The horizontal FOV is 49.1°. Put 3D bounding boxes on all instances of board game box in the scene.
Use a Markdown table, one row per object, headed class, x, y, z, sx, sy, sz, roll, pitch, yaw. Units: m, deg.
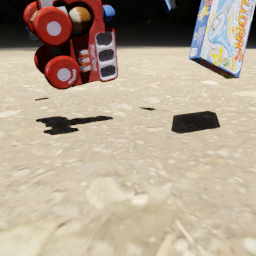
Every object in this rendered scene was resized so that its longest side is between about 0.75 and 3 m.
| class | x | y | z | sx | sy | sz | roll | pitch | yaw |
| --- | --- | --- | --- | --- | --- | --- | --- | --- | --- |
| board game box | 2.650 | -2.845 | 7.684 | 1.745 | 2.578 | 0.444 | 14 | -3 | -35 |

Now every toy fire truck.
| class | x | y | z | sx | sy | sz | roll | pitch | yaw |
| --- | --- | --- | --- | --- | --- | --- | --- | --- | --- |
| toy fire truck | -1.449 | -2.496 | 7.883 | 2.370 | 2.822 | 1.582 | -18 | 34 | -22 |

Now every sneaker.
| class | x | y | z | sx | sy | sz | roll | pitch | yaw |
| --- | --- | --- | --- | --- | --- | --- | --- | --- | --- |
| sneaker | 1.208 | -4.062 | 8.641 | 0.381 | 0.979 | 0.343 | -26 | 15 | -26 |

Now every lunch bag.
| class | x | y | z | sx | sy | sz | roll | pitch | yaw |
| --- | --- | --- | --- | --- | --- | --- | --- | --- | --- |
| lunch bag | -3.539 | -3.761 | 10.666 | 0.604 | 0.751 | 0.310 | -35 | 56 | -22 |
